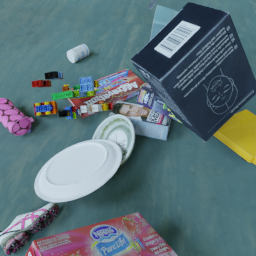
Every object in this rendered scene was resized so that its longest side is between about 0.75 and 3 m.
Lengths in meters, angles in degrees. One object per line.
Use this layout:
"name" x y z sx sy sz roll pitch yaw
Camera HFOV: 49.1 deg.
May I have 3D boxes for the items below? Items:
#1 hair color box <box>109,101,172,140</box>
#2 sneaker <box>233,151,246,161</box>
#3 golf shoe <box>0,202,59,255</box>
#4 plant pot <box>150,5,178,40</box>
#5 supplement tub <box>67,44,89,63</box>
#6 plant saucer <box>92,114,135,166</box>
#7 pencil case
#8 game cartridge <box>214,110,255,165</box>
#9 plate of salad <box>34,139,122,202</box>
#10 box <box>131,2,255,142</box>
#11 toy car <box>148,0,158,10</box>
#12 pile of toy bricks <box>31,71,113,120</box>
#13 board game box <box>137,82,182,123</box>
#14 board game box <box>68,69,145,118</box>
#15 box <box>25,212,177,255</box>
"hair color box" 0.432 -0.280 9.422 1.972 0.598 0.976 11 37 11
"sneaker" 3.563 0.683 8.790 0.382 0.276 0.781 -26 53 -23
"golf shoe" -2.478 2.320 6.961 1.577 0.573 0.726 -35 55 -29
"plant pot" 1.972 -4.215 12.677 1.832 1.799 1.794 11 46 2
"supplement tub" -2.224 -3.347 12.561 0.580 0.580 0.879 34 55 29
"plant saucer" -0.380 0.453 8.500 1.721 0.432 1.721 -17 62 35
"pencil case" -3.979 -0.427 9.556 1.738 0.789 0.814 35 70 31
"game cartridge" 3.890 0.233 8.971 2.050 0.332 1.807 -21 48 -31
"plate of salad" -1.356 1.180 7.875 2.573 0.618 2.573 -14 31 9
"box" 1.747 -1.298 6.996 1.990 2.681 1.435 -44 41 2
"toy car" 1.007 -4.692 9.063 1.207 1.529 1.256 -6 63 -55
"pile of toy bricks" -1.830 -1.144 9.676 2.923 1.622 1.443 -2 6 27
"board game box" 1.756 -1.145 9.750 2.048 0.703 2.478 25 33 18
"board game box" -0.809 -1.428 10.879 2.912 0.283 1.499 -25 52 -23
"box" -0.527 2.679 5.116 2.777 1.384 1.326 6 30 -51
